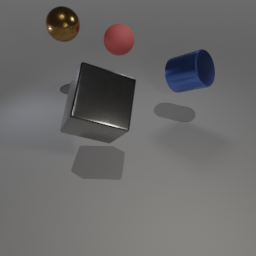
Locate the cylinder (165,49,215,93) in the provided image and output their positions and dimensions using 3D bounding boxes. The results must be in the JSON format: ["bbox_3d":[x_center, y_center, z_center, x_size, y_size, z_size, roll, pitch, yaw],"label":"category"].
[{"bbox_3d":[2.367,-2.143,10.720,1.400,1.400,1.400,-5,21,45],"label":"cylinder"}]

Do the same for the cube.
[{"bbox_3d":[-0.768,-0.549,7.012,1.400,1.400,1.400,14,70,-19],"label":"cube"}]

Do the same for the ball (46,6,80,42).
[{"bbox_3d":[-2.710,-4.323,11.694,1.400,1.400,1.400,0,32,0],"label":"ball"}]

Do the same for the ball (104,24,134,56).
[{"bbox_3d":[-0.413,-4.039,12.836,1.400,1.400,1.400,0,32,0],"label":"ball"}]
